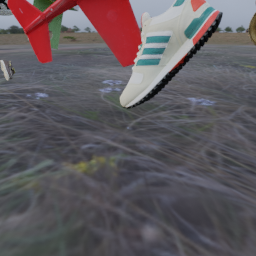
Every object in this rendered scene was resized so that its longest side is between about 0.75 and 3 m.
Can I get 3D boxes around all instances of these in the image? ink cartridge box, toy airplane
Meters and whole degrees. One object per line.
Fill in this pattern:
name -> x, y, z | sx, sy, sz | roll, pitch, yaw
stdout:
ink cartridge box -> -1.905, -3.434, 7.605 | 0.583, 2.430, 1.768 | 10, 10, 10
toy airplane -> -0.963, -2.180, 4.633 | 2.930, 2.930, 0.539 | 9, 27, 24

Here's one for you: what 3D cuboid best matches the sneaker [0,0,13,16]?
sneaker -> -3.025, -3.381, 6.450 | 0.903, 1.383, 2.473 | 33, 30, -11

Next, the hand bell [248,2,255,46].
hand bell -> 3.617, -3.072, 7.312 | 1.188, 1.188, 2.282 | 4, 40, 10

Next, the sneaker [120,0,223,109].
sneaker -> 0.385, -1.081, 3.866 | 0.834, 1.783, 0.628 | 46, 21, 6

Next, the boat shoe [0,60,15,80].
boat shoe -> -3.594, -1.760, 8.447 | 0.324, 0.391, 1.089 | -10, 36, -28
